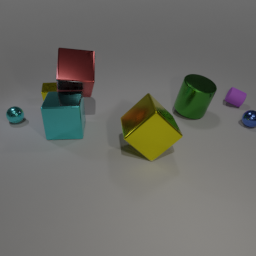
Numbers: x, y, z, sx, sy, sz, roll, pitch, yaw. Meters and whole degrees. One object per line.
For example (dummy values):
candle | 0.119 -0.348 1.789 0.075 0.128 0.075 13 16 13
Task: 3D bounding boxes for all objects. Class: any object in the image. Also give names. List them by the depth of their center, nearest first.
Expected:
cube | 0.751 -0.036 9.515 1.400 1.400 1.400 -41 27 17
cube | -2.430 -0.504 10.815 1.400 1.400 1.400 -2 31 -3
cube | -2.099 -2.172 11.198 1.400 1.400 1.400 2 71 -13
ball | 4.969 -0.376 11.295 0.700 0.700 0.700 0 31 0
ball | -4.654 -0.545 11.548 0.700 0.700 0.700 0 31 0
cylinder | 2.833 -1.336 11.881 1.400 1.400 1.400 9 40 -8
cylinder | 4.921 -1.418 12.815 0.700 0.700 0.700 26 35 3
cube | -3.649 -1.662 13.226 0.700 0.700 0.700 -3 51 -5
